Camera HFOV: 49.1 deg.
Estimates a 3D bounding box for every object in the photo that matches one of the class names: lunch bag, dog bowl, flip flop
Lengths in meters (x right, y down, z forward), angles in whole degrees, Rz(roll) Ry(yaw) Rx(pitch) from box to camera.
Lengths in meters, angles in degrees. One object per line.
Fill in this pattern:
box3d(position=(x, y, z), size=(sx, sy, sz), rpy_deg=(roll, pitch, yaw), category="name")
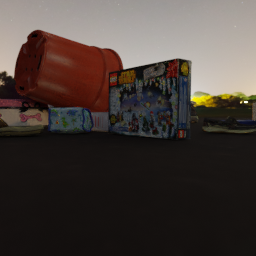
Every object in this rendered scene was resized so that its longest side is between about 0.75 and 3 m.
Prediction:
box3d(position=(-1.198, -0.144, 6.031), size=(0.783, 0.587, 0.921), rpy_deg=(0, -8, 5), category="lunch bag")
box3d(position=(-3.571, -0.442, 8.861), size=(2.348, 0.866, 2.348), rpy_deg=(0, 2, 0), category="dog bowl")
box3d(position=(-2.334, -0.068, 5.006), size=(1.598, 0.460, 0.648), rpy_deg=(-1, 3, -23), category="flip flop")

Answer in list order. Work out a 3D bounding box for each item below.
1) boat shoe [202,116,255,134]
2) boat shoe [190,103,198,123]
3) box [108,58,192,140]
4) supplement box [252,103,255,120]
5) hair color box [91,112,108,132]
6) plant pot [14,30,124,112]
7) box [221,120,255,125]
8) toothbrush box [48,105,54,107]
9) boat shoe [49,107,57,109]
box3d(position=(2.183, -0.070, 6.066), size=(1.135, 0.368, 0.415), rpy_deg=(1, 3, 23), category="boat shoe")
box3d(position=(2.580, -0.793, 14.021), size=(1.100, 1.083, 2.954), rpy_deg=(-1, 3, -20), category="boat shoe")
box3d(position=(0.308, -0.479, 5.110), size=(0.372, 1.276, 1.864), rpy_deg=(0, 2, -39), category="box")
box3d(position=(6.681, -0.686, 12.453), size=(1.726, 1.007, 2.738), rpy_deg=(1, 3, 14), category="supplement box")
box3d(position=(-0.564, -0.155, 6.715), size=(0.952, 0.483, 0.291), rpy_deg=(3, 4, 38), category="hair color box")
box3d(position=(-1.877, -1.622, 8.518), size=(2.479, 2.549, 2.549), rpy_deg=(13, -7, -44), category="plant pot")
box3d(position=(3.620, -0.141, 8.972), size=(1.488, 0.241, 0.901), rpy_deg=(-2, 3, -4), category="box")
box3d(position=(-3.062, -0.768, 13.827), size=(1.771, 1.047, 2.433), rpy_deg=(0, 4, 5), category="toothbrush box")
box3d(position=(-2.736, -0.521, 10.860), size=(0.581, 0.704, 2.053), rpy_deg=(42, 19, 27), category="boat shoe")
